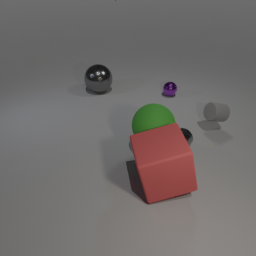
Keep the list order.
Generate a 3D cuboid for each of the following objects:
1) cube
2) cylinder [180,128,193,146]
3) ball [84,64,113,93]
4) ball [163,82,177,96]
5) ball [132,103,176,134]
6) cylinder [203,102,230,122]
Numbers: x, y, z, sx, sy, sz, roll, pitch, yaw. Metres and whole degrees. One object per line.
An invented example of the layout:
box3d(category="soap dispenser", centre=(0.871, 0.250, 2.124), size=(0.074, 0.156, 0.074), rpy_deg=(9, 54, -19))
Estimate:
box3d(category="cube", centre=(0.954, 0.939, 7.670), size=(1.400, 1.400, 1.400), rpy_deg=(-16, 34, 1))
box3d(category="cylinder", centre=(1.793, 0.445, 9.708), size=(0.700, 0.700, 0.700), rpy_deg=(21, 37, 31))
box3d(category="ball", centre=(-1.469, -2.448, 13.887), size=(1.400, 1.400, 1.400), rpy_deg=(0, 31, 0))
box3d(category="ball", centre=(2.046, -1.902, 13.630), size=(0.700, 0.700, 0.700), rpy_deg=(0, 31, 0))
box3d(category="ball", centre=(0.820, -0.085, 8.965), size=(1.400, 1.400, 1.400), rpy_deg=(0, 31, 0))
box3d(category="cylinder", centre=(3.344, -0.601, 10.568), size=(0.700, 0.700, 0.700), rpy_deg=(3, 27, -28))
